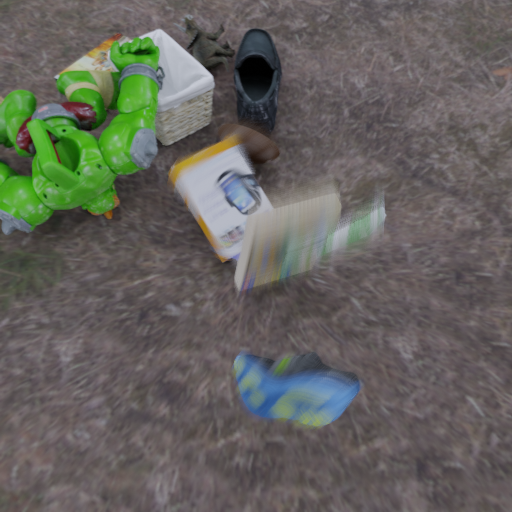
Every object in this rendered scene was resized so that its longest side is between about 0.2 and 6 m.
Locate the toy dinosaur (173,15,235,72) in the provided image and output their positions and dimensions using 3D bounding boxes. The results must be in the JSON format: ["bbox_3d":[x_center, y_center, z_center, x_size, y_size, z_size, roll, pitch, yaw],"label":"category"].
[{"bbox_3d":[-1.127,-4.947,13.609,1.097,0.826,2.146,-23,66,1],"label":"toy dinosaur"}]

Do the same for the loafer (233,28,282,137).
[{"bbox_3d":[0.053,-4.168,12.725,1.125,1.163,3.314,0,57,0],"label":"loafer"}]

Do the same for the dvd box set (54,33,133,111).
[{"bbox_3d":[-3.484,-4.443,13.414,1.580,0.317,2.159,32,62,20],"label":"dvd box set"}]

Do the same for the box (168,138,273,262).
[{"bbox_3d":[-0.502,-0.952,10.601,1.340,0.467,2.251,-31,92,-20],"label":"box"}]

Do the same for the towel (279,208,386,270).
[{"bbox_3d":[1.178,-0.241,8.871,1.662,1.267,0.194,-23,81,-5],"label":"towel"}]

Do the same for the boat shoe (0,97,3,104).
[{"bbox_3d":[-6.310,-3.002,11.824,0.940,0.882,2.551,13,39,16],"label":"boat shoe"}]

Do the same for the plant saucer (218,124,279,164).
[{"bbox_3d":[-0.191,-2.218,11.407,1.351,1.351,0.247,20,78,13],"label":"plant saucer"}]

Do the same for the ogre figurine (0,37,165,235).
[{"bbox_3d":[-3.678,-2.119,10.711,4.591,2.253,2.753,-17,59,-10],"label":"ogre figurine"}]

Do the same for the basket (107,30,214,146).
[{"bbox_3d":[-2.055,-3.675,12.310,1.457,1.326,2.149,-32,63,-20],"label":"basket"}]

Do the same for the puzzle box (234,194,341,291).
[{"bbox_3d":[0.447,-0.168,9.300,1.476,2.218,0.282,-16,66,-15],"label":"puzzle box"}]

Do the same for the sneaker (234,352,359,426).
[{"bbox_3d":[0.463,1.663,7.266,0.858,0.734,2.071,-18,11,-39],"label":"sneaker"}]
